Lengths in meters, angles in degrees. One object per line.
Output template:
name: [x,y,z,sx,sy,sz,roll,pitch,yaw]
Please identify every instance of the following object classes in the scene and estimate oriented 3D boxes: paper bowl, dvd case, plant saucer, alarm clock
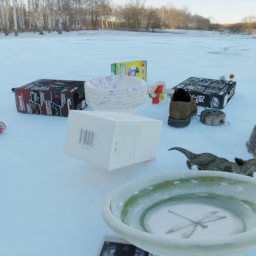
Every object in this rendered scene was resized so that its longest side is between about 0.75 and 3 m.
paper bowl: [-0.459,-1.187,10.699,2.332,1.213,2.332,0,22,0]
dvd case: [-0.094,2.084,4.161,0.846,0.139,1.125,3,22,11]
plant saucer: [0.998,1.385,4.460,2.811,0.706,2.811,-5,7,1]
alarm clock: [3.056,-0.352,9.780,0.873,0.431,1.295,-11,28,-24]

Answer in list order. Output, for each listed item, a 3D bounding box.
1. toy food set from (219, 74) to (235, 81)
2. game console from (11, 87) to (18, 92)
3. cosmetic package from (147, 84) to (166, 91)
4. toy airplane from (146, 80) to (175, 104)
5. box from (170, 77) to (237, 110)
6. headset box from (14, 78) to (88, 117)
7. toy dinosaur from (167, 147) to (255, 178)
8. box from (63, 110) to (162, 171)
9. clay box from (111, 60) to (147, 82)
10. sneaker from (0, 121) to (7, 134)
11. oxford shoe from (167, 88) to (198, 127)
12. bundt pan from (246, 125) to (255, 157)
toy food set: [4.704,-2.280,13.988,1.368,0.653,0.616,-23,8,32]
game console: [-5.000,-1.990,14.025,1.542,0.186,0.910,-17,28,-34]
cosmetic package: [1.405,-1.978,13.835,0.850,0.311,0.440,-13,26,-31]
toy airplane: [1.369,-1.508,12.099,1.083,0.768,1.088,-33,39,4]
box: [3.472,-1.672,12.662,2.267,0.616,2.830,12,25,26]
headset box: [-3.039,-1.273,11.202,2.636,0.989,1.959,5,23,12]
toy dinosaur: [1.984,0.920,6.428,2.224,0.856,1.137,6,8,32]
box: [-0.282,0.205,6.805,1.335,1.046,2.146,14,9,32]
clay box: [0.063,-2.935,14.970,2.106,1.210,0.501,-16,27,-33]
sneaker: [-4.509,-0.021,8.866,1.169,0.471,0.437,1,25,1]
oxford shoe: [2.084,-0.972,10.324,0.977,1.135,2.690,4,21,14]
bundt pan: [4.517,0.292,7.559,2.386,0.896,2.386,1,22,0]
